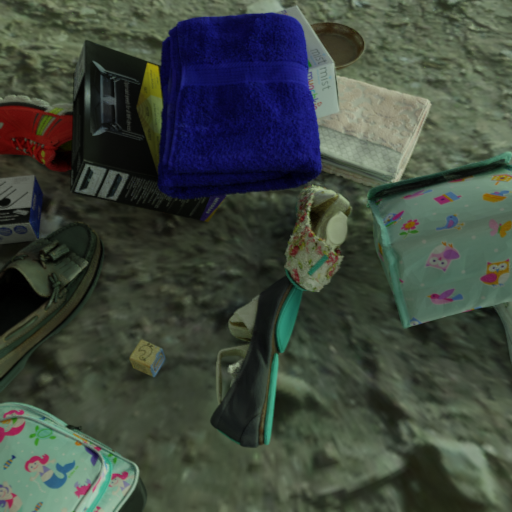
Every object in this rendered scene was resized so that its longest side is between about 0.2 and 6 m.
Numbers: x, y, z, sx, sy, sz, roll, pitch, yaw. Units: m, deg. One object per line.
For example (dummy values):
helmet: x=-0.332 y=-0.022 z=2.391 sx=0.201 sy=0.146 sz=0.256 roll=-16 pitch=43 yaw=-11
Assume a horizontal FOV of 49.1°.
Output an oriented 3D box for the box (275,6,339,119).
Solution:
box: x=0.241 y=-3.645 z=11.232 sx=2.183 sy=1.196 sz=2.474 roll=-18 pitch=48 yaw=1

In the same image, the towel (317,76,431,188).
towel: x=1.881 y=-2.661 z=11.323 sx=2.749 sy=0.443 sz=2.626 roll=20 pitch=57 yaw=13

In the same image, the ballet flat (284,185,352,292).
ballet flat: x=1.125 y=-0.468 z=8.979 sx=1.068 sy=0.903 sz=2.825 roll=37 pitch=33 yaw=-16

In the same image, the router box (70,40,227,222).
router box: x=-1.979 y=-2.268 z=10.121 sx=2.487 sy=0.826 sz=3.163 roll=11 pitch=50 yaw=-28

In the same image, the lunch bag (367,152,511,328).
lunch bag: x=3.018 y=-0.469 z=8.632 sx=2.401 sy=1.718 sz=2.818 roll=-14 pitch=26 yaw=12

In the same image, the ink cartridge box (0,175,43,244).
ink cartridge box: x=-5.120 y=-0.723 z=9.859 sx=2.468 sy=0.546 sz=1.160 roll=-7 pitch=54 yaw=-5

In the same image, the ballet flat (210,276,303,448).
ballet flat: x=-0.013 y=1.304 z=8.088 sx=1.054 sy=1.054 sz=2.887 roll=11 pitch=51 yaw=8

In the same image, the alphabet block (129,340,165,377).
alphabet block: x=-1.619 y=1.531 z=8.360 sx=0.372 sy=0.365 sz=0.363 roll=20 pitch=55 yaw=14

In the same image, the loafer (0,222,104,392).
loafer: x=-3.543 y=0.695 z=8.494 sx=1.265 sy=1.107 sz=3.521 roll=21 pitch=57 yaw=14

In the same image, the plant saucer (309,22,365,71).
plant saucer: x=1.639 y=-4.780 z=12.906 sx=1.699 sy=0.273 sz=1.699 roll=-1 pitch=57 yaw=2

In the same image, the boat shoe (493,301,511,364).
boat shoe: x=4.223 y=0.629 z=8.639 sx=1.044 sy=0.948 sz=2.839 roll=-5 pitch=54 yaw=-4

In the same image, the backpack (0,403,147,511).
backpack: x=-2.774 y=2.899 z=6.625 sx=2.352 sy=1.770 sz=2.088 roll=22 pitch=57 yaw=21

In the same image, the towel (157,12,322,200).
towel: x=-0.361 y=-2.652 z=9.280 sx=2.631 sy=0.883 sz=3.563 roll=-6 pitch=60 yaw=4

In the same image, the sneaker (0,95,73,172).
sneaker: x=-3.972 y=-2.182 z=10.515 sx=3.065 sy=1.180 sz=1.301 roll=-2 pitch=55 yaw=-2
